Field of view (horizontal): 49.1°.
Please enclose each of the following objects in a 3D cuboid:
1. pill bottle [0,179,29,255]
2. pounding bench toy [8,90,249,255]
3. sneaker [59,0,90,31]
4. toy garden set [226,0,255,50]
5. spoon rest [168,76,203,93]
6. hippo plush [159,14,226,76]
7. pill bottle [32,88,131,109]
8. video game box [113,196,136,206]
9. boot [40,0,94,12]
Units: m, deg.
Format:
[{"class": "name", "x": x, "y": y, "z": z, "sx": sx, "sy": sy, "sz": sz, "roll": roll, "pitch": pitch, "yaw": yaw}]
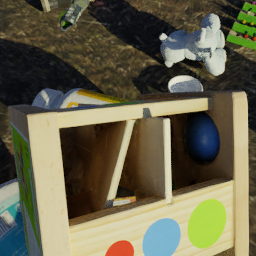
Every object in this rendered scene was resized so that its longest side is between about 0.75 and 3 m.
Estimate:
[{"class": "pill bottle", "x": -1.066, "y": 2.114, "z": 3.925, "sx": 1.540, "sy": 1.540, "sz": 2.780, "roll": -38, "pitch": 63, "yaw": -23}, {"class": "pounding bench toy", "x": 0.049, "y": 0.973, "z": 2.898, "sx": 2.015, "sy": 1.605, "sz": 2.583, "roll": -8, "pitch": 99, "yaw": -26}, {"class": "sneaker", "x": -0.955, "y": -2.035, "z": 4.994, "sx": 0.303, "sy": 0.820, "sz": 0.332, "roll": 18, "pitch": 52, "yaw": -37}, {"class": "toy garden set", "x": 4.521, "y": -3.394, "z": 9.063, "sx": 1.950, "sy": 0.467, "sz": 2.339, "roll": 23, "pitch": 59, "yaw": 15}, {"class": "spoon rest", "x": 1.566, "y": -0.701, "z": 7.172, "sx": 0.911, "sy": 0.556, "sz": 1.833, "roll": -6, "pitch": 57, "yaw": -4}, {"class": "hippo plush", "x": 1.773, "y": -2.119, "z": 7.869, "sx": 1.570, "sy": 1.556, "sz": 1.953, "roll": -7, "pitch": 30, "yaw": 33}, {"class": "pill bottle", "x": -0.718, "y": -0.034, "z": 6.142, "sx": 2.617, "sy": 1.476, "sz": 1.476, "roll": 15, "pitch": 57, "yaw": 10}, {"class": "video game box", "x": -0.591, "y": 2.491, "z": 4.960, "sx": 2.557, "sy": 0.599, "sz": 2.329, "roll": -7, "pitch": 58, "yaw": -4}, {"class": "boot", "x": -2.316, "y": -5.292, "z": 10.079, "sx": 1.927, "sy": 0.937, "sz": 2.560, "roll": -11, "pitch": 60, "yaw": -6}]
